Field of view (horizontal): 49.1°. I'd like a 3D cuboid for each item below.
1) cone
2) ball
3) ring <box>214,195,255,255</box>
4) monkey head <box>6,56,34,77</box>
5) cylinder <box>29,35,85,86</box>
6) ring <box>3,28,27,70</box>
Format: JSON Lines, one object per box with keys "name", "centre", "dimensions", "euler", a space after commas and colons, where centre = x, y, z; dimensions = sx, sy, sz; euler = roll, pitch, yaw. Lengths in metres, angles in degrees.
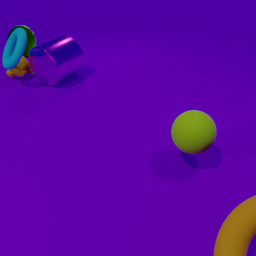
{"name": "cone", "centre": [-3.906, -3.323, 11.040], "dimensions": [1.168, 1.168, 1.172], "euler": [5, 10, 7]}
{"name": "ball", "centre": [1.289, 0.082, 5.501], "dimensions": [0.857, 0.857, 0.857], "euler": [0, 37, 0]}
{"name": "ring", "centre": [2.018, 1.662, 3.268], "dimensions": [1.979, 0.396, 1.979], "euler": [-15, 51, 19]}
{"name": "monkey head", "centre": [-3.577, -1.993, 9.063], "dimensions": [0.784, 1.090, 0.657], "euler": [-20, 33, 48]}
{"name": "cylinder", "centre": [-2.233, -2.138, 8.856], "dimensions": [1.246, 1.246, 1.246], "euler": [21, 42, 26]}
{"name": "ring", "centre": [-3.351, -2.336, 8.263], "dimensions": [0.253, 1.267, 1.267], "euler": [18, 21, -41]}
